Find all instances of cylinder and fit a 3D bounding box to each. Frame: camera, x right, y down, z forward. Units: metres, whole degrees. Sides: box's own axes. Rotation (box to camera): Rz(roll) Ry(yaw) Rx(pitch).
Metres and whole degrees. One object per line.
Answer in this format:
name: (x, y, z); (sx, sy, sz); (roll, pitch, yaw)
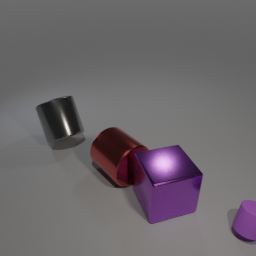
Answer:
cylinder: (-2.467, -0.304, 10.218); (1.400, 1.400, 1.400); (-19, 3, 1)
cylinder: (3.059, 2.270, 6.946); (0.700, 0.700, 0.700); (11, 20, -4)
cylinder: (-0.242, 0.872, 8.778); (1.400, 1.400, 1.400); (-22, 38, -31)

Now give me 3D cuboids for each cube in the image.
cube: (1.034, 1.506, 7.767); (1.400, 1.400, 1.400); (-10, 33, -16)
